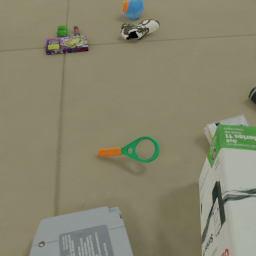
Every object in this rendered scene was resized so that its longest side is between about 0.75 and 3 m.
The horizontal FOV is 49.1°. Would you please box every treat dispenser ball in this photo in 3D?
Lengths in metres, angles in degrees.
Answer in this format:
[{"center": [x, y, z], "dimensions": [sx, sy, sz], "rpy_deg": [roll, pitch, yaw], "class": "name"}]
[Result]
[{"center": [0.253, -5.818, 13.492], "dimensions": [1.041, 1.041, 1.041], "rpy_deg": [0, 46, 0], "class": "treat dispenser ball"}]

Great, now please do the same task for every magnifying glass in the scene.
[{"center": [-0.004, 0.601, 7.360], "dimensions": [1.699, 0.190, 0.676], "rpy_deg": [-6, 76, 19], "class": "magnifying glass"}]

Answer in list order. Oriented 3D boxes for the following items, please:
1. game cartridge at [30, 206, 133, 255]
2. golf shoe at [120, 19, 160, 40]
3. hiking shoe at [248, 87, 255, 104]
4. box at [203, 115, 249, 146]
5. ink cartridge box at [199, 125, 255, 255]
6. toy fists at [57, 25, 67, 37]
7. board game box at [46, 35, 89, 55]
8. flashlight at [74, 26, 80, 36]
[{"center": [-0.767, 2.766, 4.906], "dimensions": [1.953, 0.593, 2.930], "rpy_deg": [-5, 35, -14], "class": "game cartridge"}, {"center": [0.584, -4.196, 12.229], "dimensions": [1.774, 0.690, 0.838], "rpy_deg": [-14, 57, -4], "class": "golf shoe"}, {"center": [4.928, -1.106, 9.209], "dimensions": [1.839, 0.684, 0.797], "rpy_deg": [-21, 56, -6], "class": "hiking shoe"}, {"center": [2.828, 0.117, 7.935], "dimensions": [1.178, 0.354, 0.687], "rpy_deg": [-14, 71, -9], "class": "box"}, {"center": [2.175, 1.665, 5.402], "dimensions": [1.184, 2.089, 2.850], "rpy_deg": [6, 45, 5], "class": "ink cartridge box"}, {"center": [-2.925, -4.320, 12.537], "dimensions": [0.427, 0.288, 0.837], "rpy_deg": [-9, 47, 1], "class": "toy fists"}, {"center": [-2.559, -3.497, 11.764], "dimensions": [1.721, 0.278, 1.033], "rpy_deg": [-7, 50, -7], "class": "board game box"}, {"center": [-2.298, -4.294, 12.486], "dimensions": [0.278, 0.277, 0.819], "rpy_deg": [9, 44, -28], "class": "flashlight"}]
